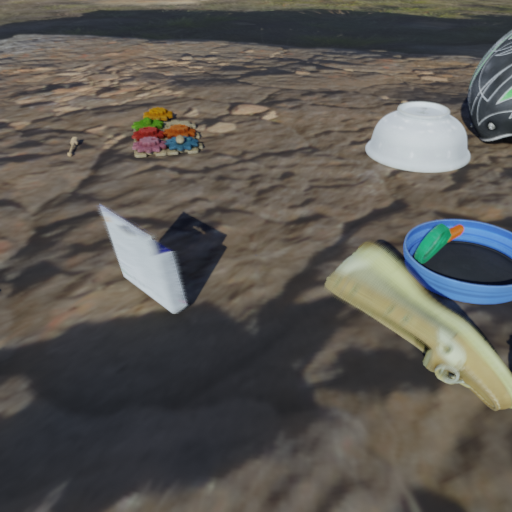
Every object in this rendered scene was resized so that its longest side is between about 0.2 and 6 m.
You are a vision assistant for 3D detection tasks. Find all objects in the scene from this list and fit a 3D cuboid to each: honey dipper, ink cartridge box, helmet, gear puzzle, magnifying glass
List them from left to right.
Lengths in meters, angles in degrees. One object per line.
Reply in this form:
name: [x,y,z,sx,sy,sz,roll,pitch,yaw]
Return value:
honey dipper: [-4.349,-2.575,13.266,0.174,0.174,0.918,-4,33,-7]
ink cartridge box: [-1.572,-0.011,7.808,0.292,1.347,1.322,-32,43,-30]
gear puzzle: [-2.319,-3.279,14.151,1.645,0.416,3.175,-6,32,-10]
magnifying glass: [2.929,-0.277,8.822,0.185,0.657,1.652,40,32,25]
helmet: [6.630,-3.919,13.015,3.029,3.177,3.177,25,36,7]

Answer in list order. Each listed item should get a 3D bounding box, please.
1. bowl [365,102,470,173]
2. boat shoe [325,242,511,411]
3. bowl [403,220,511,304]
bowl: [3.770,-2.853,12.859,2.396,1.077,2.396,0,32,0]
boat shoe: [1.943,0.928,6.670,0.797,0.924,2.533,-42,72,-5]
bowl: [3.319,0.064,8.757,2.022,0.397,2.022,0,32,0]
